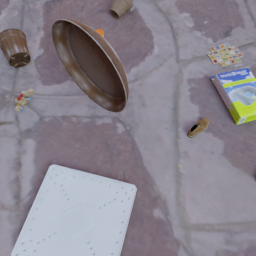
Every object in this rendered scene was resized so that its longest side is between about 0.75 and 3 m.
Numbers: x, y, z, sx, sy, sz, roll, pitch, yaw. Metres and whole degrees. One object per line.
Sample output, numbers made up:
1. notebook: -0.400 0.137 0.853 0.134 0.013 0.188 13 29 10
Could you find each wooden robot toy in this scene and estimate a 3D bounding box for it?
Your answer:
1. wooden robot toy: -4.076 -1.109 10.593 0.515 0.500 1.135 13 59 20

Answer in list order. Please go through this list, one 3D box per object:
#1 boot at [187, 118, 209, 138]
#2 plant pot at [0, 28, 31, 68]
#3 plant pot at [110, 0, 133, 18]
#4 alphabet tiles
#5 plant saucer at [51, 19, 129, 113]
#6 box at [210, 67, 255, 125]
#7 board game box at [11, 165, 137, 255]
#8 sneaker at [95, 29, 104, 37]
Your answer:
1. boot: 2.547 -0.069 9.986 1.049 0.396 0.386 -38 64 -21
2. plant pot: -4.617 -3.211 11.485 1.194 1.194 1.182 -22 69 -13
3. plant pot: -0.399 -5.661 13.100 0.981 0.981 0.855 31 81 17
4. alphabet tiles: 4.162 -3.148 12.030 1.423 0.045 1.184 -15 61 -9
5. plant saucer: -0.933 -1.642 7.444 2.826 2.826 0.453 38 66 20
6. box: 4.300 -1.360 10.667 1.442 0.564 2.365 -13 61 -9
7. board game box: -1.469 2.757 8.296 2.895 0.375 2.896 13 60 7
8. sneaker: -1.669 -3.799 12.070 0.634 0.670 1.736 33 63 19
